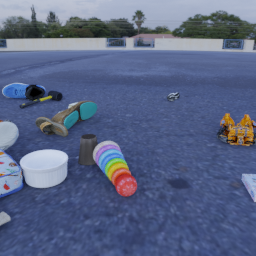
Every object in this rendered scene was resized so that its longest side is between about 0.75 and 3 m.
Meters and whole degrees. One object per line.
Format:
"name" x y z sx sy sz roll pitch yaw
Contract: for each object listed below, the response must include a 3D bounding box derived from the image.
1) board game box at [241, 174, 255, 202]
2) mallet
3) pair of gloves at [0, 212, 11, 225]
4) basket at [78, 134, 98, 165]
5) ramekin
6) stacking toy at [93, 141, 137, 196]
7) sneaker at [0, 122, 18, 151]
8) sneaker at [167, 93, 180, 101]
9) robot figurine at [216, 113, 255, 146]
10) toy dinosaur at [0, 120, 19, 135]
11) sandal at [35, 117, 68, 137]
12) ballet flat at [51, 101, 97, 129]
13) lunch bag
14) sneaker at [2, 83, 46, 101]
"board game box" 3.622 1.542 7.211 1.053 0.217 1.050 2 20 5
"mallet" -4.862 -1.555 15.421 0.836 0.523 2.540 19 31 41
"pair of gloves" -3.179 2.040 5.903 1.137 0.199 0.967 9 25 29
"basket" -1.203 0.654 8.735 0.760 0.843 0.573 -6 21 -17
"ramekin" -2.289 1.123 7.769 1.260 0.614 1.260 1 20 0
"stacking toy" -0.334 1.143 7.629 0.852 0.852 1.996 -7 27 -18
"sneaker" -4.657 0.685 8.647 2.670 0.968 0.959 -29 77 -29
"sneaker" 2.526 -1.778 16.150 0.461 0.425 1.153 -1 11 40
"robot figurine" 4.204 0.044 10.690 1.593 0.639 2.197 4 20 15
"toy dinosaur" -4.746 0.015 10.224 1.422 0.965 0.726 39 -3 -14
"sandal" -3.074 0.020 10.946 1.729 0.694 0.467 18 48 30
"ballet flat" -2.406 -0.642 12.287 0.973 0.912 2.689 12 28 22
"lunch bag" -3.761 1.242 7.369 1.503 0.709 1.876 -21 29 -39
"sneaker" -5.982 -2.094 16.107 2.403 0.922 1.337 1 11 -17
